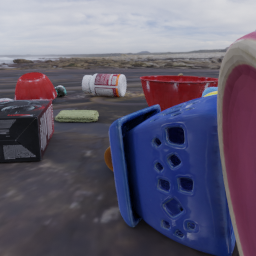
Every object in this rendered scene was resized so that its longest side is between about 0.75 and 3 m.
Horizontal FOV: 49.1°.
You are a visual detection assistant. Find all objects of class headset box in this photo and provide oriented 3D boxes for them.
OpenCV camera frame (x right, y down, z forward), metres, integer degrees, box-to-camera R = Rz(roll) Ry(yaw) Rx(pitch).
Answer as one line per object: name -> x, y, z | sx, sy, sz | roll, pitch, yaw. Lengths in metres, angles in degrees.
headset box -> -2.354, -0.046, 5.479 | 1.584, 0.822, 2.128 | -2, 16, -7

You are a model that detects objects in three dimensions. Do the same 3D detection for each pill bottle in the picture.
pill bottle -> -1.079, -1.959, 12.798 | 1.855, 1.016, 1.016 | 5, 15, 15

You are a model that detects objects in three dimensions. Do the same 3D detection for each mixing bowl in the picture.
mixing bowl -> -3.612, -1.607, 10.798 | 1.635, 0.885, 1.635 | 0, 30, 0
mixing bowl -> 1.392, -0.820, 7.841 | 2.171, 1.176, 2.171 | 1, 15, 0

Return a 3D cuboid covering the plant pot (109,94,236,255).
plant pot -> 0.553, 0.354, 3.017 | 1.179, 1.312, 1.312 | -1, 12, 27

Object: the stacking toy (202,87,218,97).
stacking toy -> 1.369, -0.128, 4.390 | 1.257, 1.188, 2.165 | 9, 6, 35

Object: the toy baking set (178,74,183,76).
toy baking set -> 1.568, -1.551, 10.904 | 1.756, 1.348, 0.204 | -12, 51, -9

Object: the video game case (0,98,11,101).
video game case -> -4.731, -0.720, 9.448 | 2.052, 0.235, 1.868 | -12, 18, -42

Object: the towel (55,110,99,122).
towel -> -1.411, -0.331, 7.906 | 1.160, 0.212, 0.861 | 0, 15, -2

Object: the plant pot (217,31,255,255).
plant pot -> 1.724, 0.231, 1.125 | 2.338, 2.612, 2.612 | -9, 13, 9

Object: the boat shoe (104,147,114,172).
boat shoe -> 0.698, 0.344, 4.085 | 2.052, 0.722, 0.722 | 5, 18, 21

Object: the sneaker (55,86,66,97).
sneaker -> -3.380, -1.577, 12.611 | 1.374, 0.533, 0.627 | 5, 30, 32
